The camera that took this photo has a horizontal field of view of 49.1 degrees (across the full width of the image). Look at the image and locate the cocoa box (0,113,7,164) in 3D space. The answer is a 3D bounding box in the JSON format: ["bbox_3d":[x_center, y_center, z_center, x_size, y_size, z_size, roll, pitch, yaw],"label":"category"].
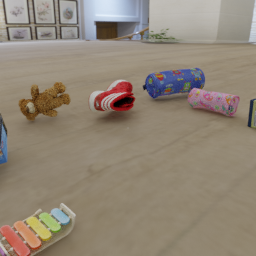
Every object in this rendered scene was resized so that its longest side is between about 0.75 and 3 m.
[{"bbox_3d":[-2.871,0.171,5.546,0.753,0.741,1.129,-14,39,-13],"label":"cocoa box"}]

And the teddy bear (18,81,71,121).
[{"bbox_3d":[-2.440,-0.781,8.261,1.515,1.098,0.506,-11,28,-19],"label":"teddy bear"}]

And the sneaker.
[{"bbox_3d":[-0.136,-0.935,8.837,1.246,0.845,2.157,12,32,29],"label":"sneaker"}]

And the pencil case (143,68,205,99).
[{"bbox_3d":[1.788,-1.705,10.747,2.340,1.016,0.913,-11,35,-21],"label":"pencil case"}]

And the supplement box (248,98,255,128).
[{"bbox_3d":[4.148,-0.393,7.677,1.167,0.783,1.166,-15,23,-34],"label":"supplement box"}]

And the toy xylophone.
[{"bbox_3d":[-1.284,1.381,3.814,0.777,0.267,1.062,18,28,34],"label":"toy xylophone"}]

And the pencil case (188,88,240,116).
[{"bbox_3d":[2.756,-0.846,9.075,0.707,0.707,1.617,-19,28,-41],"label":"pencil case"}]
